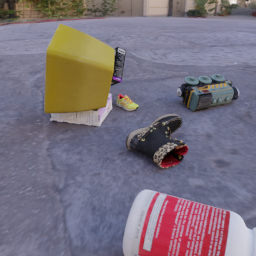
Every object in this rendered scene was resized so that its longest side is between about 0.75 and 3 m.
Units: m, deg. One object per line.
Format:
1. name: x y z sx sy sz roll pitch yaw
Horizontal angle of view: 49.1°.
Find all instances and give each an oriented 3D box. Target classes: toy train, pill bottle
1. toy train: 3.758 -1.649 13.103 2.922 1.245 1.665 -9 41 -22
2. pill bottle: 1.321 2.178 5.372 2.575 1.446 1.446 11 29 19

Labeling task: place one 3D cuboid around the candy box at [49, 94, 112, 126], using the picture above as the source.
1. candy box: -1.956 -0.899 11.953 2.175 0.778 1.825 6 28 11

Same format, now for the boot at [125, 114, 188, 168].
1. boot: 1.318 0.393 9.389 2.361 0.864 1.778 -21 33 -28

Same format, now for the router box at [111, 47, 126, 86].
1. router box: -0.907 -2.671 12.851 0.513 1.498 2.008 14 -11 -32

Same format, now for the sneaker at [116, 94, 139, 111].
1. sneaker: -0.054 -1.184 12.729 1.288 0.582 0.503 23 34 34

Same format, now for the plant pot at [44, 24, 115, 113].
1. plant pot: -1.767 -2.123 10.749 2.278 2.583 2.583 8 39 -8
